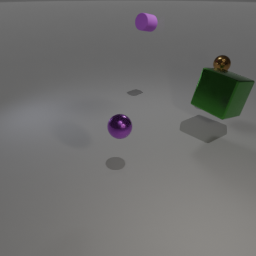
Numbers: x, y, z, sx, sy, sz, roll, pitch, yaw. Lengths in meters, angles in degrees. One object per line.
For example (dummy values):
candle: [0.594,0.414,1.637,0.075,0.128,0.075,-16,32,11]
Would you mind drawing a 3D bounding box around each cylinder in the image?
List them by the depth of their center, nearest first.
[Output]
cylinder: [0.780,-4.495,11.932,0.700,0.700,0.700,23,24,36]

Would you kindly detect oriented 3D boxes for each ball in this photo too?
ball: [-0.227,-0.042,7.795,0.700,0.700,0.700,0,28,0]
ball: [3.875,-2.647,11.552,0.700,0.700,0.700,0,28,0]

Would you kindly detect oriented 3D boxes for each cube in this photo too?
cube: [3.380,-1.271,10.071,1.400,1.400,1.400,-10,34,-45]
